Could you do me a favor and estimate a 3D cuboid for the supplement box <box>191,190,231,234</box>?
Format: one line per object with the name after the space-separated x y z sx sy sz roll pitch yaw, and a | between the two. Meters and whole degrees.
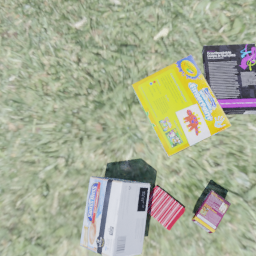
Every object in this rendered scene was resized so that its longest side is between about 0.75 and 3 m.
2.169 2.199 7.347 0.594 0.468 0.907 35 73 15 | supplement box

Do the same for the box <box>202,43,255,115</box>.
3.314 -1.572 8.921 1.682 0.425 2.353 -1 74 3 | box

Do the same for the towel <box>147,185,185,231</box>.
0.988 2.246 7.887 1.064 0.120 0.770 38 78 13 | towel

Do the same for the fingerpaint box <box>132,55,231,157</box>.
1.497 -0.598 8.159 1.940 0.853 2.325 -28 80 3 | fingerpaint box

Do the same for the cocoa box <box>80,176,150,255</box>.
-0.309 2.166 7.042 1.148 1.166 1.749 0 78 41 | cocoa box
